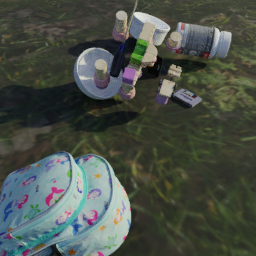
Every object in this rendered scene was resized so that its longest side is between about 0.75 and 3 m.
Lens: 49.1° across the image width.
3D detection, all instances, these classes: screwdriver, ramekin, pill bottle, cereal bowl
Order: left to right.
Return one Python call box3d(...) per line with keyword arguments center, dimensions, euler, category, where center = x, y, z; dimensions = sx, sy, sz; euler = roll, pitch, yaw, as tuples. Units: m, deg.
box3d(center=(-1.041, -1.731, 9.290), dimensions=(1.695, 1.695, 0.706), euler=(-35, 11, -32), category="cereal bowl")
box3d(center=(-0.072, -2.850, 8.962), dimensions=(0.376, 0.392, 2.695), euler=(13, 76, 20), category="screwdriver")
box3d(center=(0.878, -4.234, 12.051), dimensions=(1.661, 0.810, 1.661), euler=(17, 35, -12), category="ramekin")
box3d(center=(2.796, -3.306, 10.745), dimensions=(2.005, 1.142, 1.142), euler=(11, 43, 6), category="pill bottle")

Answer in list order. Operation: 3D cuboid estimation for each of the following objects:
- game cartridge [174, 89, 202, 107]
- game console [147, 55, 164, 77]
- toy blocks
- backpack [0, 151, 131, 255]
box3d(center=(1.975, -1.022, 9.343), dimensions=(0.536, 0.159, 0.826), euler=(-36, 53, -27), category="game cartridge")
box3d(center=(0.995, -2.420, 10.324), dimensions=(0.719, 0.817, 0.476), euler=(28, 46, 17), category="game console")
box3d(center=(0.380, -1.959, 9.265), dimensions=(2.563, 2.158, 2.395), euler=(20, 73, 2), category="toy blocks")
box3d(center=(-1.149, 1.463, 5.048), dimensions=(2.255, 1.698, 2.002), euler=(-19, 34, 2), category="backpack")
